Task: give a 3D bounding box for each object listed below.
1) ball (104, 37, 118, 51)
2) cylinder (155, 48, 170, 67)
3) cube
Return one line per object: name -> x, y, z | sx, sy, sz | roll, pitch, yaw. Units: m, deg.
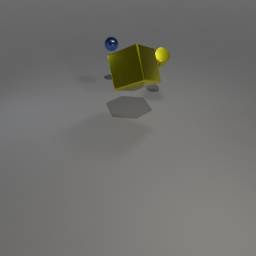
ball -> -0.826, -4.192, 13.995 | 0.700, 0.700, 0.700 | 0, 33, 0
cylinder -> 1.520, -3.261, 12.987 | 0.700, 0.700, 0.700 | -4, -8, -6
cube -> 0.265, -2.297, 10.931 | 1.400, 1.400, 1.400 | -12, -1, 33
